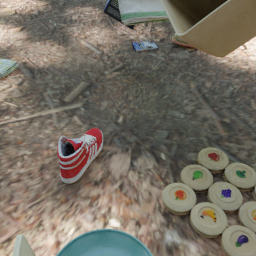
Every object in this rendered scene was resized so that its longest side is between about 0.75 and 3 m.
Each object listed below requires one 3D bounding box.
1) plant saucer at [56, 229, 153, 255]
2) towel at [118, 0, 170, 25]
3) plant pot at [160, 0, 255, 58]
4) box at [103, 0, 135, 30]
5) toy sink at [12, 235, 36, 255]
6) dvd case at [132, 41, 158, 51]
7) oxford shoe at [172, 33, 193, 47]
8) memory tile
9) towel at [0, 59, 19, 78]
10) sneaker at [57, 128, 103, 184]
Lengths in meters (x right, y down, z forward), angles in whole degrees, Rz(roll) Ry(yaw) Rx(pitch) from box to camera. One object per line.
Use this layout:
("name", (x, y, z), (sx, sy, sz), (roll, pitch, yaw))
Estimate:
("plant saucer", (-0.411, 2.658, 4.656), (1.938, 0.348, 1.938), (0, 43, 0))
("towel", (0.452, -3.783, 6.652), (1.805, 2.419, 0.371), (-19, 20, -32))
("plant pot", (1.932, -2.668, 5.758), (1.993, 1.766, 1.995), (-32, 57, 24))
("box", (0.110, -4.121, 8.521), (1.070, 1.722, 1.736), (27, 23, -14))
("toy sink", (-2.023, 2.595, 4.221), (0.886, 1.031, 1.581), (-4, 43, -4))
("dvd case", (0.685, -3.359, 11.448), (0.964, 0.085, 0.688), (-9, 42, -9))
("oxford shoe", (3.090, -3.903, 11.384), (2.612, 0.964, 0.925), (-6, 43, -6))
("memory tile", (2.364, 1.633, 5.856), (2.923, 0.245, 2.240), (32, 52, 30))
("towel", (-4.642, -2.140, 9.987), (1.136, 0.274, 0.972), (12, 41, 13))
("sneaker", (-1.090, 0.367, 6.680), (0.630, 0.994, 1.768), (13, 44, 14))
